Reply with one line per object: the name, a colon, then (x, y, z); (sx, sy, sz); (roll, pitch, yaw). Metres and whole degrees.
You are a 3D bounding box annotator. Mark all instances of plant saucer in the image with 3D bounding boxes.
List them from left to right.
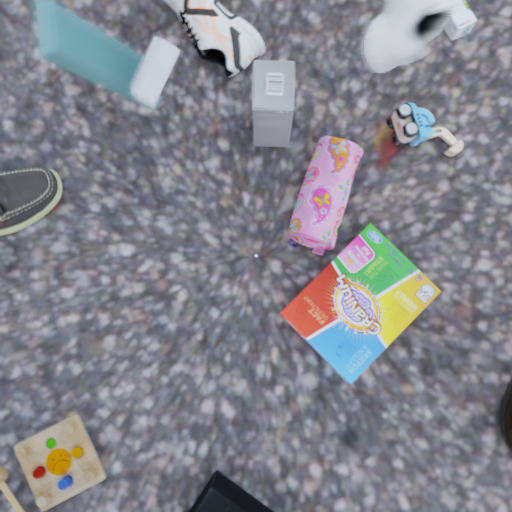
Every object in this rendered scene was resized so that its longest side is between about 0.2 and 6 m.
plant saucer: (-1.938, -2.549, 7.280); (0.202, 2.134, 0.746); (-12, 82, 24)

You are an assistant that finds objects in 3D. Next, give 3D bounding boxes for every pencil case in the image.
pencil case: (1.124, -0.988, 9.104); (0.815, 0.815, 1.863); (17, 81, 3)

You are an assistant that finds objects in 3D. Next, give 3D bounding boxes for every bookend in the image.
bookend: (-0.330, 4.769, 7.977); (2.277, 1.049, 2.263); (34, 83, 5)

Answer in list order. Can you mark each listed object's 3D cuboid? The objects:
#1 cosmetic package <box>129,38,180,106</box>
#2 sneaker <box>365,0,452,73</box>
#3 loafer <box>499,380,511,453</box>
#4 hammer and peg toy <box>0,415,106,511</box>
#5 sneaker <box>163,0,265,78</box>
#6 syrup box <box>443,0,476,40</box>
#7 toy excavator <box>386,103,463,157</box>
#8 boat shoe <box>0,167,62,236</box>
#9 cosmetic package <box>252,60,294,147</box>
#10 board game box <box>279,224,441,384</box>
cosmetic package: (-1.286, -2.325, 7.064); (0.284, 0.390, 0.766); (23, 103, -34)
sneaker: (1.868, -2.856, 6.344); (0.823, 0.645, 1.657); (12, 84, 42)
loafer: (4.752, 1.833, 8.469); (1.061, 1.037, 2.908); (34, 82, 5)
hammer and peg toy: (-3.169, 3.258, 8.495); (1.534, 0.541, 1.128); (-27, 83, -4)
sneaker: (-0.912, -3.950, 9.576); (2.174, 0.801, 0.870); (39, 84, 6)
syrup box: (3.421, -4.335, 9.842); (0.388, 0.375, 0.953); (-27, 82, -4)
toy excavator: (2.879, -2.121, 9.448); (1.057, 0.528, 1.028); (-14, 82, -11)
boat shoe: (-4.530, -0.791, 8.980); (2.732, 0.898, 0.976); (-18, 81, -3)
cosmetic package: (0.256, -2.374, 8.934); (0.697, 1.546, 0.826); (1, 78, -2)
board game box: (1.645, 0.757, 8.968); (2.064, 0.416, 1.580); (-45, 83, -7)
